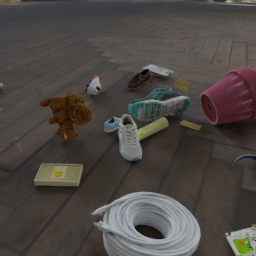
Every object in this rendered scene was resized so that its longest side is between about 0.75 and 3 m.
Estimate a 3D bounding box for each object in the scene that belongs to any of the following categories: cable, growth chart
[{"bbox_3d":[0.521,2.474,6.778,2.295,0.794,2.294,26,29,35],"label":"cable"},{"bbox_3d":[3.103,2.864,7.084,1.196,0.106,0.865,-11,34,-16],"label":"growth chart"}]

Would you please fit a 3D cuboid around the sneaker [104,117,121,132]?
[{"bbox_3d":[-0.470,-0.259,11.726,0.461,0.512,1.249,26,41,34],"label":"sneaker"}]

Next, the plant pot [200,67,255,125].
[{"bbox_3d":[4.320,-1.166,11.839,2.057,2.298,2.298,-22,35,-5],"label":"plant pot"}]

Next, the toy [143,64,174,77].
[{"bbox_3d":[1.807,-3.364,16.856,1.676,0.396,0.965,21,35,29],"label":"toy"}]

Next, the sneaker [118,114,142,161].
[{"bbox_3d":[0.033,0.358,10.350,0.771,0.814,2.016,-7,44,-13],"label":"sneaker"}]

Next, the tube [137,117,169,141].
[{"bbox_3d":[0.847,0.082,11.285,1.734,0.503,0.450,-25,83,-23],"label":"tube"}]

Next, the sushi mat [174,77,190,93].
[{"bbox_3d":[2.096,-1.686,10.891,0.049,0.391,0.817,-8,32,-33],"label":"sushi mat"}]

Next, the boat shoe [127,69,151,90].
[{"bbox_3d":[0.598,-2.748,15.579,0.705,0.705,2.004,20,38,25],"label":"boat shoe"}]

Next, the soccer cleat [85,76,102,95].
[{"bbox_3d":[-1.723,-2.224,14.947,0.763,0.618,1.768,21,33,-3],"label":"soccer cleat"}]

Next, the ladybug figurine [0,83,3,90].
[{"bbox_3d":[-7.113,-2.252,15.147,0.815,0.293,0.553,18,36,26],"label":"ladybug figurine"}]

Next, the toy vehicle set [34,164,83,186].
[{"bbox_3d":[-2.245,1.518,9.162,1.407,0.187,0.874,1,32,2],"label":"toy vehicle set"}]

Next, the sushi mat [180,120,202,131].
[{"bbox_3d":[2.676,-0.111,11.920,0.900,0.054,0.430,20,37,30],"label":"sushi mat"}]

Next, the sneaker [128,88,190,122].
[{"bbox_3d":[1.245,-1.150,12.467,2.976,1.154,1.357,-8,44,-27],"label":"sneaker"}]

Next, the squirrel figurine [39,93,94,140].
[{"bbox_3d":[-2.244,-0.398,10.715,1.768,1.650,1.251,-15,-5,23],"label":"squirrel figurine"}]

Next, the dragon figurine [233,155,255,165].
[{"bbox_3d":[4.827,1.164,9.257,2.347,0.691,1.167,-2,32,-5],"label":"dragon figurine"}]
